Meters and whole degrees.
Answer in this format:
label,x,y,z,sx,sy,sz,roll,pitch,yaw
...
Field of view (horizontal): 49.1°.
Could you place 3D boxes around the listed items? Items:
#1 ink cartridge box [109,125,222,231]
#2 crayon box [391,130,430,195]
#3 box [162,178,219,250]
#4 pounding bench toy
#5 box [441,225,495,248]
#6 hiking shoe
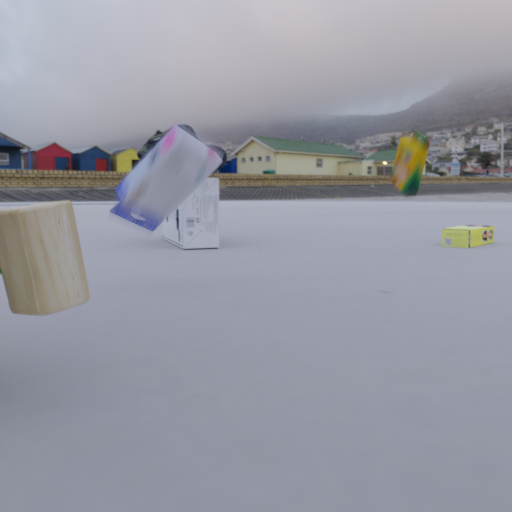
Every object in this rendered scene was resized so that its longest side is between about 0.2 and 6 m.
label,x,y,z,sx,sy,sz,roll,pitch,yaw
ink cartridge box,-0.993,-0.802,6.017,0.684,1.147,0.241,26,24,-53
crayon box,2.505,-1.534,9.141,0.234,0.920,0.584,-1,30,-14
box,-1.320,-0.875,10.862,0.677,1.313,2.252,-2,6,-19
pounding bench toy,-2.119,0.063,2.814,2.200,1.367,1.716,-4,7,-29
box,4.096,-0.387,10.791,0.539,0.359,1.432,5,9,39
hiking shoe,-1.310,-2.051,10.299,1.912,0.963,0.724,9,-24,29
